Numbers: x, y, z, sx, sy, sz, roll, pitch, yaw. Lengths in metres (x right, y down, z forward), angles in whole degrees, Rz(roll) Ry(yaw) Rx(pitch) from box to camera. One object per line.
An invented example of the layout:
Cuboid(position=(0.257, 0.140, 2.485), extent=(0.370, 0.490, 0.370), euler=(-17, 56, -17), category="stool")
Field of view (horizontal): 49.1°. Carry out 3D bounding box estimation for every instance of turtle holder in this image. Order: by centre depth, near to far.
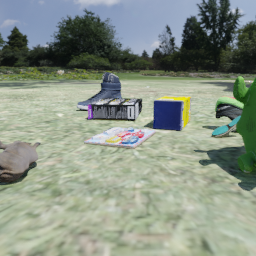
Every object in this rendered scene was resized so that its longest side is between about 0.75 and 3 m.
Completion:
Cuboid(position=(2.883, -0.011, 4.795), extent=(1.821, 2.564, 1.948), euler=(0, 54, -1), category="turtle holder")

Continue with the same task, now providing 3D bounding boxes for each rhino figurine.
Cuboid(position=(-2.001, 0.501, 4.970), extent=(0.739, 0.505, 1.691), euler=(12, 10, -3), category="rhino figurine")

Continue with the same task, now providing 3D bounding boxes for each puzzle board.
Cuboid(position=(-0.139, 0.195, 7.302), extent=(1.318, 0.152, 1.749), euler=(5, 13, 22), category="puzzle board")

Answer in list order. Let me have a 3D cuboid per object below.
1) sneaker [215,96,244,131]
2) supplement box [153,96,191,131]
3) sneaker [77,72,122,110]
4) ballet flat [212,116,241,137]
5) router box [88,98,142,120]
Cuboid(position=(3.478, -0.244, 7.986), extent=(2.061, 0.863, 0.791), euler=(24, 17, 20), category="sneaker")
Cuboid(position=(1.435, -0.519, 8.896), extent=(0.884, 0.878, 1.614), euler=(4, 13, 20), category="supplement box")
Cuboid(position=(-1.265, -1.633, 12.467), extent=(2.260, 1.633, 0.859), euler=(-10, 17, -34), category="sneaker")
Cuboid(position=(2.672, 0.035, 7.358), extent=(0.937, 0.292, 0.316), euler=(-32, 30, 17), category="ballet flat")
Cuboid(position=(-0.404, -0.780, 10.819), extent=(1.723, 0.590, 2.310), euler=(2, 12, 9), category="router box")
